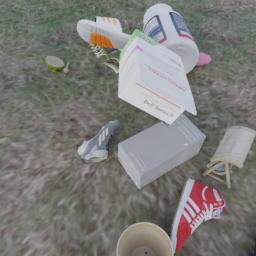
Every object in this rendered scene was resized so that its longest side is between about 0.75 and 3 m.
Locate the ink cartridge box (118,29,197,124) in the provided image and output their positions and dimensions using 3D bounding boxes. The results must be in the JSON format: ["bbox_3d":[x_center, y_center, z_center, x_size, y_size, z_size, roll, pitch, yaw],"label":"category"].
[{"bbox_3d":[0.637,-1.184,6.986,1.613,0.927,2.754,26,36,-20],"label":"ink cartridge box"}]

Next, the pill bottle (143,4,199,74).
[{"bbox_3d":[1.434,-3.321,10.370,1.668,1.668,2.789,-6,52,-5],"label":"pill bottle"}]

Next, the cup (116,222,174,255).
[{"bbox_3d":[0.346,2.766,6.070,1.175,0.840,1.175,0,52,0],"label":"cup"}]

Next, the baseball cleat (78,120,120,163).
[{"bbox_3d":[-0.689,0.444,8.188,1.542,0.538,0.821,-39,67,-15],"label":"baseball cleat"}]

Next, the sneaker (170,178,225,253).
[{"bbox_3d":[1.679,2.145,6.663,1.090,0.690,1.937,16,51,17],"label":"sneaker"}]

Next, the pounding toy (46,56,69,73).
[{"bbox_3d":[-2.671,-2.290,10.441,0.882,0.409,0.681,15,40,-23],"label":"pounding toy"}]

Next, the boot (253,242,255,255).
[{"bbox_3d":[2.758,2.852,6.003,1.958,0.780,2.375,29,61,8],"label":"boot"}]

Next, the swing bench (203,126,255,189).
[{"bbox_3d":[2.698,0.705,7.458,0.798,1.230,1.223,26,56,20],"label":"swing bench"}]

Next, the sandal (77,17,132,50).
[{"bbox_3d":[-0.356,-2.718,8.063,2.241,0.858,0.642,11,71,-22],"label":"sandal"}]

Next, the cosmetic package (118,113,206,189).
[{"bbox_3d":[0.893,0.578,7.751,2.168,0.978,1.158,-27,60,-23],"label":"cosmetic package"}]

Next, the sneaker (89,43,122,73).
[{"bbox_3d":[-0.765,-2.491,9.071,0.626,1.867,0.838,-10,58,47],"label":"sneaker"}]

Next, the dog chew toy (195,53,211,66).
[{"bbox_3d":[2.678,-2.597,10.540,0.904,0.563,0.563,1,51,-8],"label":"dog chew toy"}]
